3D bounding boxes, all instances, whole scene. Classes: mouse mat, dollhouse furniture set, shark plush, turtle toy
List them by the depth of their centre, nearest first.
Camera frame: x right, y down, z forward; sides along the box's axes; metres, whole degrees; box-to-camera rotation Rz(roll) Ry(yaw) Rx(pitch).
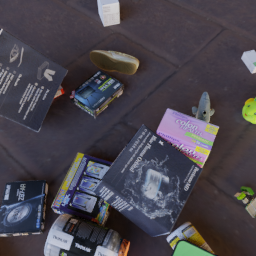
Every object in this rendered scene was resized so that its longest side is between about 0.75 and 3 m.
[{"bbox_3d":[1.695,4.249,6.838,1.962,0.092,2.439,23,82,14],"label":"mouse mat"},{"bbox_3d":[3.701,2.278,8.641,0.511,0.392,0.780,-37,92,-15],"label":"dollhouse furniture set"},{"bbox_3d":[5.052,-0.704,10.060,2.180,1.102,1.588,-21,59,-13],"label":"turtle toy"},{"bbox_3d":[2.627,-0.423,10.085,0.822,0.754,1.810,20,59,13],"label":"shark plush"}]

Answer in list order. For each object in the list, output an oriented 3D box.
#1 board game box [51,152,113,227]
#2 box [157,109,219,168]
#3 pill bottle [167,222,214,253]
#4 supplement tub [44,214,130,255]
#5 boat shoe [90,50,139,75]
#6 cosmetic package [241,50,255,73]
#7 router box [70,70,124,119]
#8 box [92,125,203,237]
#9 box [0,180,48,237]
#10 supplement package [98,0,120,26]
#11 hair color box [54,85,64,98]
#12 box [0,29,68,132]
[{"bbox_3d":[-1.183,1.887,8.679,1.609,0.552,1.947,15,58,12],"label":"board game box"},{"bbox_3d":[1.749,0.478,8.824,1.610,1.831,0.885,22,61,13],"label":"box"},{"bbox_3d":[1.802,3.374,7.509,0.834,0.834,1.498,-29,61,-18],"label":"pill bottle"},{"bbox_3d":[-1.045,3.157,7.420,2.012,1.233,1.233,15,58,11],"label":"supplement tub"},{"bbox_3d":[-0.554,-2.825,11.757,2.144,0.793,0.712,21,45,12],"label":"boat shoe"},{"bbox_3d":[5.307,-2.819,11.896,0.510,0.402,0.948,-15,59,-7],"label":"cosmetic package"},{"bbox_3d":[-1.188,-1.345,10.832,1.288,0.534,1.719,34,63,20],"label":"router box"},{"bbox_3d":[0.577,1.503,8.097,2.234,1.312,2.197,37,60,1],"label":"box"},{"bbox_3d":[-3.143,2.397,8.456,1.270,0.345,1.585,-2,56,-2],"label":"box"},{"bbox_3d":[-0.933,-5.713,13.388,0.821,1.116,1.067,-15,58,-9],"label":"supplement package"},{"bbox_3d":[-3.082,-1.671,11.174,0.583,0.336,1.052,-33,64,-19],"label":"hair color box"},{"bbox_3d":[-3.701,-1.472,9.221,1.418,2.415,2.375,14,77,53],"label":"box"}]
